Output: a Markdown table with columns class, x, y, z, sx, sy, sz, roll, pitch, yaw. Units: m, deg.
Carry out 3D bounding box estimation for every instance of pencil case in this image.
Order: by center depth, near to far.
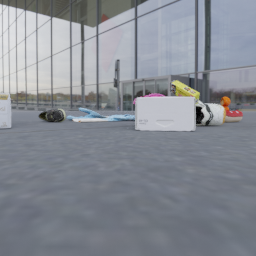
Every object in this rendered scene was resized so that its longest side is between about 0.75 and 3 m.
| class | x | y | z | sx | sy | sz | roll | pitch | yaw |
| --- | --- | --- | --- | --- | --- | --- | --- | --- | --- |
| pencil case | 0.974 | -0.917 | 12.178 | 1.308 | 1.268 | 2.793 | 31 | 0 | -6 |

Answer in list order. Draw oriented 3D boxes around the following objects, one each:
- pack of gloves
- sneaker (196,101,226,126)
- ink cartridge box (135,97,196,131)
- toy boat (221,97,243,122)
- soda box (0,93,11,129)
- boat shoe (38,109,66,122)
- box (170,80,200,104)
| class | x | y | z | sx | sy | sz | roll | pitch | yaw |
| --- | --- | --- | --- | --- | --- | --- | --- | --- | --- |
| pack of gloves | -1.082 | -0.603 | 12.118 | 2.907 | 0.574 | 2.442 | -3 | 4 | -29 |
| sneaker | 2.049 | -0.514 | 9.038 | 0.963 | 0.831 | 2.197 | -3 | 4 | -27 |
| ink cartridge box | 1.035 | -0.413 | 7.446 | 1.444 | 0.838 | 1.956 | 0 | 4 | 10 |
| toy boat | 3.713 | -0.716 | 10.769 | 1.479 | 0.967 | 0.965 | -3 | 5 | -37 |
| soda box | -4.053 | -0.522 | 8.338 | 1.002 | 0.937 | 2.943 | -2 | 5 | -24 |
| boat shoe | -2.878 | -0.431 | 10.561 | 1.422 | 0.508 | 0.467 | 2 | 14 | 44 |
| box | 1.737 | -1.099 | 8.662 | 0.259 | 0.389 | 1.034 | -28 | 47 | -25 |
